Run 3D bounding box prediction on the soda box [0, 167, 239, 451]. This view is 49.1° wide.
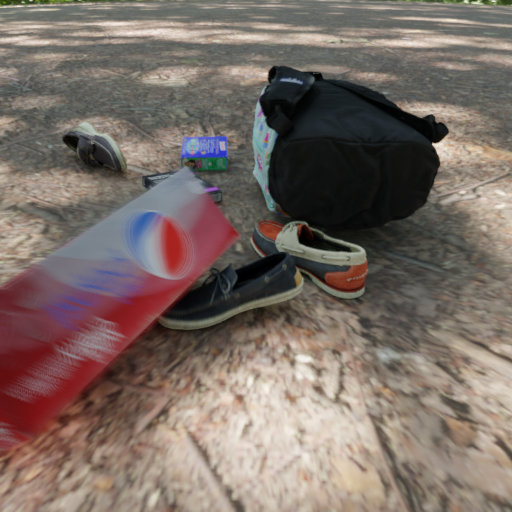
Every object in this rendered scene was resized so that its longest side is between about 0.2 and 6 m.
[{"bbox_3d":[-2.100,0.484,7.444,1.582,1.433,4.520,-31,11,39],"label":"soda box"}]

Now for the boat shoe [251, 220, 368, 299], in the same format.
[{"bbox_3d":[0.867,-0.160,9.708,0.924,0.812,2.595,-24,37,-31],"label":"boat shoe"}]

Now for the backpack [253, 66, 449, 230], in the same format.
[{"bbox_3d":[1.308,-2.238,11.387,3.513,2.664,4.209,6,29,-16],"label":"backpack"}]

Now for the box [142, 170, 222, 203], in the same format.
[{"bbox_3d":[-1.655,-1.490,12.341,1.153,0.291,1.613,-14,34,-32],"label":"box"}]

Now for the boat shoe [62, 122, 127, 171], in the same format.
[{"bbox_3d":[-4.006,-2.596,13.795,0.809,0.898,2.496,-32,46,-23],"label":"boat shoe"}]

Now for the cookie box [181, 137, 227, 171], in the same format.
[{"bbox_3d":[-1.269,-2.537,13.893,1.114,0.419,0.953,-1,43,-1],"label":"cookie box"}]

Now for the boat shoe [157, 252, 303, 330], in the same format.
[{"bbox_3d":[-0.420,0.493,8.510,2.289,0.712,0.854,-17,27,-5],"label":"boat shoe"}]
